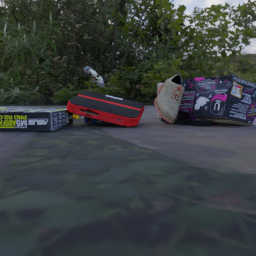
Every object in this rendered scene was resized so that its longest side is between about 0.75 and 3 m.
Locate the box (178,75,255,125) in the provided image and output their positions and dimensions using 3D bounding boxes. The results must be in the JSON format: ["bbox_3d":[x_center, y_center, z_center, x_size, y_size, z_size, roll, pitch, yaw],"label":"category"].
[{"bbox_3d":[3.647,-1.069,11.411,1.867,1.621,2.825,10,1,-29],"label":"box"}]

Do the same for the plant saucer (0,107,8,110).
[{"bbox_3d":[-10.146,-1.336,20.883,1.862,0.447,1.865,2,6,19],"label":"plant saucer"}]

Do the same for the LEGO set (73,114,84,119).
[{"bbox_3d":[-2.892,-0.819,14.643,1.609,0.660,0.614,2,7,20],"label":"LEGO set"}]

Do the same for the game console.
[{"bbox_3d":[-0.794,-0.812,10.980,2.735,0.424,2.419,14,20,6],"label":"game console"}]

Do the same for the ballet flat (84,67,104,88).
[{"bbox_3d":[-1.383,-2.187,12.080,1.206,0.434,0.434,42,-19,-31],"label":"ballet flat"}]

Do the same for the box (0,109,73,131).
[{"bbox_3d":[-3.398,-0.337,9.994,2.275,0.629,2.840,1,6,2],"label":"box"}]

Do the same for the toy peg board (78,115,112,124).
[{"bbox_3d":[-1.036,-0.489,11.931,1.596,0.781,1.590,2,21,19],"label":"toy peg board"}]

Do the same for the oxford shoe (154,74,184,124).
[{"bbox_3d":[1.627,-1.212,10.593,0.912,0.968,2.589,29,38,-17],"label":"oxford shoe"}]

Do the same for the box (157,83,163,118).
[{"bbox_3d":[2.272,-1.453,14.889,1.014,1.862,1.190,-3,6,-25],"label":"box"}]

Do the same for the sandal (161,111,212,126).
[{"bbox_3d":[2.305,-0.408,11.165,2.212,0.529,0.831,5,8,42],"label":"sandal"}]
